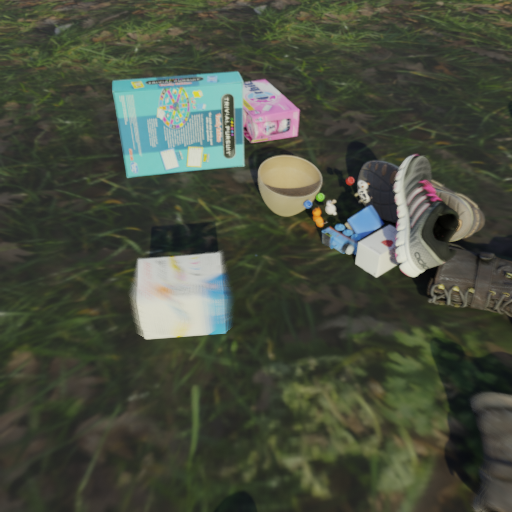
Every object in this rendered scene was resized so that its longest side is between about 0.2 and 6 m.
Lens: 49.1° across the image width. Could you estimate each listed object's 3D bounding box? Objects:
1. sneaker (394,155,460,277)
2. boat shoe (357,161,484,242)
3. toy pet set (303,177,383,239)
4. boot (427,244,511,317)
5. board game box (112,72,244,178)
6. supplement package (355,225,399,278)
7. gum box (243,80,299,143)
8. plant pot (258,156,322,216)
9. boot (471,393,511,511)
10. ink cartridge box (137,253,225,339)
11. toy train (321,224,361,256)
[{"bbox_3d":[3.106,-0.806,9.986,1.043,0.880,2.385,-15,57,40],"label":"sneaker"},{"bbox_3d":[3.302,-1.085,11.525,1.117,1.135,3.047,5,26,-37],"label":"boat shoe"},{"bbox_3d":[1.851,-0.930,10.996,1.307,0.694,1.220,-31,86,-23],"label":"toy pet set"},{"bbox_3d":[4.111,0.817,9.231,2.488,0.990,2.858,7,35,17],"label":"boot"},{"bbox_3d":[-1.711,-2.992,12.864,2.805,2.118,0.658,-7,39,-9],"label":"board game box"},{"bbox_3d":[2.383,-0.098,10.520,0.902,0.540,0.547,-28,46,-30],"label":"supplement package"},{"bbox_3d":[0.091,-3.877,15.018,1.328,0.774,2.339,-14,41,-19],"label":"gum box"},{"bbox_3d":[0.643,-1.343,11.720,1.311,0.880,1.311,5,48,-5],"label":"plant pot"},{"bbox_3d":[3.578,2.679,7.101,1.877,0.650,1.634,9,49,-1],"label":"boot"},{"bbox_3d":[-1.215,0.658,9.167,1.345,0.973,0.990,-4,45,-5],"label":"ink cartridge box"},{"bbox_3d":[1.678,-0.293,10.907,0.486,0.369,0.852,-29,43,-24],"label":"toy train"}]
